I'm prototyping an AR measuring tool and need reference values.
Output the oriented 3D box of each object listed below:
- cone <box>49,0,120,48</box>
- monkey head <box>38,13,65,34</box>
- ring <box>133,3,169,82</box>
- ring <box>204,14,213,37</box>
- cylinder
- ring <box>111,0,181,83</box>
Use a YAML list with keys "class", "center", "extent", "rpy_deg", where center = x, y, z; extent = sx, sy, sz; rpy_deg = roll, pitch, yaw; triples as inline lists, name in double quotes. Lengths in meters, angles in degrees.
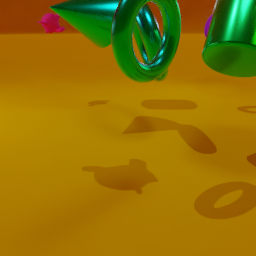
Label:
- class: "cone"
  center: [-1.216, -2.851, 6.942]
  extent: [1.536, 1.530, 1.530]
  rpy_deg: [-6, 19, -39]
- class: "monkey head"
  center: [-2.520, -3.541, 9.460]
  extent: [0.748, 0.627, 1.040]
  rpy_deg: [15, 45, 28]
- class: "ring"
  center: [0.450, -2.021, 6.471]
  extent: [0.395, 1.977, 1.977]
  rpy_deg: [-20, 21, 2]
- class: "ring"
  center: [3.093, -3.120, 8.668]
  extent: [1.425, 1.425, 0.285]
  rpy_deg: [11, -10, 27]
- class: "cylinder"
  center: [2.127, -1.763, 5.183]
  extent: [1.243, 1.243, 1.243]
  rpy_deg: [17, -10, 3]
- class: "ring"
  center: [0.293, -1.303, 3.882]
  extent: [0.271, 1.356, 1.356]
  rpy_deg: [22, 30, 38]
